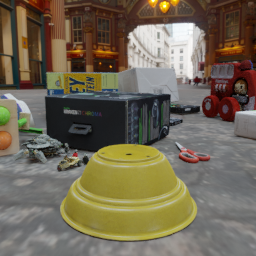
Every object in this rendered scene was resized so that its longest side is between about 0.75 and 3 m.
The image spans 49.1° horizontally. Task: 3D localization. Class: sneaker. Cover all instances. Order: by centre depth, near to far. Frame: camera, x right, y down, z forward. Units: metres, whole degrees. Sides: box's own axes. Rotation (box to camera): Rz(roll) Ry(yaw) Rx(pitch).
[{"bbox_3d":[-4.349,-0.276,9.252,1.823,1.003,2.490,-29,39,-29],"label":"sneaker"}]

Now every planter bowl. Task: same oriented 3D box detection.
[{"bbox_3d":[0.012,0.663,3.748,1.816,0.756,1.816,1,10,0],"label":"planter bowl"}]

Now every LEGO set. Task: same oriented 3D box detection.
[{"bbox_3d":[-1.629,0.389,5.915,1.908,0.541,1.239,5,11,26],"label":"LEGO set"}]

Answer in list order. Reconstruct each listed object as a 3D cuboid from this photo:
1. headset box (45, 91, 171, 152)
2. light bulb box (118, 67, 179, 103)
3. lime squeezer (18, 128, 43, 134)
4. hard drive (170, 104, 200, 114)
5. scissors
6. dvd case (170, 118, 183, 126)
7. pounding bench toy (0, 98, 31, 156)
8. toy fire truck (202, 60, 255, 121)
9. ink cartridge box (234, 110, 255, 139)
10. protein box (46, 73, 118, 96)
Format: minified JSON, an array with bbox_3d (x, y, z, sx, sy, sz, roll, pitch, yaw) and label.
[{"bbox_3d":[-0.475,-0.274,7.497,2.422,1.290,2.781,6,12,27],"label":"headset box"},{"bbox_3d":[0.588,-2.014,14.738,2.887,1.818,2.913,-9,2,-40],"label":"light bulb box"},{"bbox_3d":[-4.067,0.089,8.232,2.931,0.553,1.035,-4,42,-21],"label":"lime squeezer"},{"bbox_3d":[2.526,-0.978,14.264,1.323,0.358,1.894,-7,12,-36],"label":"hard drive"},{"bbox_3d":[1.245,0.510,6.440,0.612,0.116,1.672,-5,13,-17],"label":"scissors"},{"bbox_3d":[1.298,-0.274,10.812,1.344,0.166,1.010,6,12,31],"label":"dvd case"},{"bbox_3d":[-3.041,-0.089,6.602,2.005,1.246,1.564,-8,13,-39],"label":"pounding bench toy"},{"bbox_3d":[4.453,-1.607,11.885,1.609,2.409,2.869,-4,11,-20],"label":"toy fire truck"},{"bbox_3d":[4.122,-0.052,7.900,1.253,0.723,1.716,-7,12,-33],"label":"ink cartridge box"},{"bbox_3d":[-2.078,-1.449,12.357,2.833,1.925,2.854,-2,10,-14],"label":"protein box"}]
